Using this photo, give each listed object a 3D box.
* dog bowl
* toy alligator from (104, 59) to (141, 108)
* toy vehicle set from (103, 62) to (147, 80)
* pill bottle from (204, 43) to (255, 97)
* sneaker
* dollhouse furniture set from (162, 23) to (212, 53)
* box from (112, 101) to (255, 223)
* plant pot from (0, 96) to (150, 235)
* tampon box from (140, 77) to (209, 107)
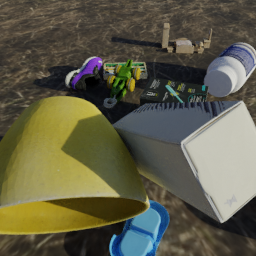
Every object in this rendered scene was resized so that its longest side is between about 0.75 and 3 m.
[{"bbox_3d":[0.247,2.113,5.466,0.857,0.381,1.538,16,41,20],"label":"dog bowl"},{"bbox_3d":[-0.276,-1.457,9.975,0.933,0.677,2.816,11,47,15],"label":"toy alligator"},{"bbox_3d":[-0.124,-2.336,11.412,1.730,0.229,1.075,-2,37,-3],"label":"toy vehicle set"},{"bbox_3d":[3.693,-2.086,10.163,1.354,1.354,2.437,23,43,27],"label":"pill bottle"},{"bbox_3d":[-1.380,-1.989,10.650,1.012,0.707,2.034,21,47,19],"label":"sneaker"},{"bbox_3d":[2.792,-4.242,13.265,2.289,1.013,1.187,3,37,4],"label":"dollhouse furniture set"},{"bbox_3d":[0.731,0.292,4.549,0.995,1.195,2.909,-33,15,-14],"label":"box"},{"bbox_3d":[-1.147,0.619,4.975,2.767,2.767,1.964,-5,64,-7],"label":"plant pot"},{"bbox_3d":[1.360,-0.612,8.394,1.805,1.140,1.353,12,39,15],"label":"tampon box"}]
